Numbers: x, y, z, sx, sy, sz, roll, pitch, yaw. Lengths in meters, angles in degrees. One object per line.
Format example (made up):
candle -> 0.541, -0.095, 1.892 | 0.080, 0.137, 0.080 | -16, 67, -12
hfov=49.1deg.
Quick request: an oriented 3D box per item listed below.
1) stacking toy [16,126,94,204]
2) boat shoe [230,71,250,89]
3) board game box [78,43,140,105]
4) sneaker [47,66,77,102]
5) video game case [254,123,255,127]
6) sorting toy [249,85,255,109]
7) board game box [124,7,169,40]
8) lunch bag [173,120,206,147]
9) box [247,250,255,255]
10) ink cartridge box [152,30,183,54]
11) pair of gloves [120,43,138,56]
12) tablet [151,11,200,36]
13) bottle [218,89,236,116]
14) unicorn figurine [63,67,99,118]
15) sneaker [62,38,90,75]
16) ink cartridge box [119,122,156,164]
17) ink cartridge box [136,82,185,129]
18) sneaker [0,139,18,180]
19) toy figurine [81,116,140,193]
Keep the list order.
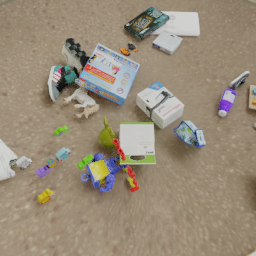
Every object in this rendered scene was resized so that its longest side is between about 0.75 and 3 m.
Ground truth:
stacking toy -> -2.639, 1.254, 10.076 | 2.398, 0.563, 1.808 | -40, 66, -7
boat shoe -> 5.068, -2.110, 12.479 | 1.133, 0.406, 0.384 | -34, 64, -16
board game box -> -0.788, -2.339, 12.115 | 2.123, 0.593, 2.078 | 26, 60, -7
sneaker -> -2.786, -2.006, 12.217 | 1.166, 0.808, 1.932 | -8, 57, 6
video game case -> 6.224, -0.024, 11.308 | 1.643, 0.195, 1.495 | -31, 63, -18
sorting toy -> 6.200, -1.227, 11.824 | 2.014, 0.296, 1.489 | 10, 53, 12
board game box -> 0.967, -5.409, 14.385 | 1.990, 0.280, 1.346 | -40, 61, -16
lunch bag -> 2.415, 0.273, 10.603 | 0.730, 0.974, 1.145 | -48, 69, 22
box -> 3.551, 4.253, 8.547 | 2.121, 0.410, 0.440 | -26, 62, -15
ink cartridge box -> 1.971, -4.254, 13.892 | 1.115, 0.246, 1.136 | 31, 61, 18
pair of gloves -> 0.039, -3.860, 13.735 | 0.751, 0.093, 0.669 | -35, 64, -20
tablet -> 2.286, -5.534, 14.706 | 2.840, 0.194, 1.848 | 3, 58, 2
bottle -> 4.151, -1.060, 11.813 | 0.540, 0.422, 1.293 | 24, 62, 9
unicorn figurine -> -2.003, -1.330, 11.876 | 1.438, 0.773, 2.094 | -34, 79, -27
sneaker -> -2.155, -2.833, 12.752 | 0.883, 1.055, 2.384 | -32, 86, -41
ink cartridge box -> 0.328, 0.684, 10.553 | 1.326, 0.680, 1.794 | 0, 57, 0
ink cartridge box -> 1.323, -0.962, 11.587 | 1.202, 0.700, 1.663 | -34, 64, -19
sneaker -> -4.765, 0.967, 10.480 | 1.131, 0.850, 2.270 | -6, 57, -25
toy figurine -> -0.978, 1.206, 9.874 | 1.712, 1.507, 2.857 | -25, 61, -9
